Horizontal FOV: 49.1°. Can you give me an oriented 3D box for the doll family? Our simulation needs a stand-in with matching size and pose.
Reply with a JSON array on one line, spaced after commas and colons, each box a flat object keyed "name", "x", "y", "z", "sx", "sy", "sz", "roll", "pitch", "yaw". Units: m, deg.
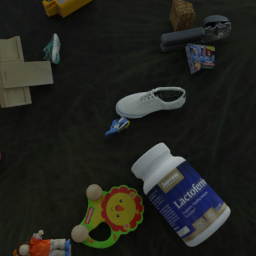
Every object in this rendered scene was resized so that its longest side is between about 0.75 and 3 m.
[{"name": "doll family", "x": -2.530, "y": 4.223, "z": 8.047, "sx": 1.695, "sy": 1.231, "sz": 2.731, "roll": 1, "pitch": 86, "yaw": -7}]

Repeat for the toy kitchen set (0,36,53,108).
[{"name": "toy kitchen set", "x": -4.329, "y": -2.091, "z": 10.693, "sx": 1.943, "sy": 2.149, "sz": 2.382, "roll": -16, "pitch": 104, "yaw": -45}]

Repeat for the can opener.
[{"name": "can opener", "x": 2.703, "y": -3.852, "z": 11.340, "sx": 2.935, "sy": 0.783, "sz": 0.981, "roll": -11, "pitch": 61, "yaw": -3}]

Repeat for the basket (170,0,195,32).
[{"name": "basket", "x": 2.241, "y": -4.597, "z": 11.410, "sx": 0.806, "sy": 1.129, "sz": 0.841, "roll": -12, "pitch": 68, "yaw": -4}]

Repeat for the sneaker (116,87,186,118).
[{"name": "sneaker", "x": 0.826, "y": -1.042, "z": 10.105, "sx": 2.598, "sy": 0.920, "sz": 0.949, "roll": -13, "pitch": 69, "yaw": -5}]

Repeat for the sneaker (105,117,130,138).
[{"name": "sneaker", "x": -0.441, "y": -0.022, "z": 10.010, "sx": 1.039, "sy": 0.384, "sz": 0.427, "roll": -36, "pitch": 70, "yaw": -21}]

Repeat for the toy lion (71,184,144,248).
[{"name": "toy lion", "x": -0.535, "y": 2.758, "z": 8.807, "sx": 1.966, "sy": 0.704, "sz": 2.051, "roll": 19, "pitch": 69, "yaw": -1}]

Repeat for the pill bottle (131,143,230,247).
[{"name": "pill bottle", "x": 1.499, "y": 1.917, "z": 8.488, "sx": 1.646, "sy": 1.646, "sz": 2.844, "roll": -38, "pitch": 73, "yaw": -14}]

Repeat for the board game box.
[{"name": "board game box", "x": 2.819, "y": -2.662, "z": 10.988, "sx": 1.127, "sy": 0.347, "sz": 1.126, "roll": 5, "pitch": 81, "yaw": -11}]

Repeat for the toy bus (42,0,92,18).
[{"name": "toy bus", "x": -2.526, "y": -5.471, "z": 12.003, "sx": 2.158, "sy": 0.702, "sz": 0.845, "roll": -38, "pitch": 74, "yaw": -14}]

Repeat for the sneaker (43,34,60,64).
[{"name": "sneaker", "x": -3.086, "y": -3.190, "z": 11.205, "sx": 0.628, "sy": 0.534, "sz": 1.377, "roll": -2, "pitch": 67, "yaw": 3}]
